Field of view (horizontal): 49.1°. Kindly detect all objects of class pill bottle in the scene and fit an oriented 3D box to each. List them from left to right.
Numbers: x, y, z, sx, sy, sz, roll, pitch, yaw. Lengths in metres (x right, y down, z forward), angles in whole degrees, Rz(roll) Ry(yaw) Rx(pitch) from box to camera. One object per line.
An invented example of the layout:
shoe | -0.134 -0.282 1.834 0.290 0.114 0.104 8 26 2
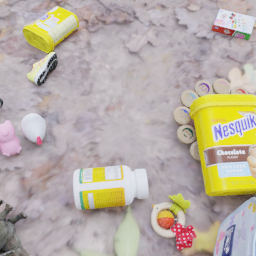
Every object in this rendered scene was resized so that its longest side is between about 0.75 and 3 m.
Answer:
pill bottle | -0.443 1.555 7.474 1.887 1.064 1.064 -5 58 -4

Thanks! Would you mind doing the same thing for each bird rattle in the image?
bird rattle | 1.166 2.432 7.305 1.126 0.778 1.381 -6 70 10

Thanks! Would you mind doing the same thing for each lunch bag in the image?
lunch bag | 3.159 2.413 6.038 2.989 2.535 1.900 -32 65 -17

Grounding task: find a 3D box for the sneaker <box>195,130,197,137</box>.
sneaker | 2.285 0.082 8.803 0.893 0.401 0.299 3 58 2

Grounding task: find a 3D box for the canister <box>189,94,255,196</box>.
canister | 2.883 0.476 7.765 1.943 1.132 2.616 -1 70 -9

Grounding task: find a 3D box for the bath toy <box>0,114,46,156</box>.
bath toy | -3.643 0.441 8.195 2.629 1.143 0.971 -20 64 -19

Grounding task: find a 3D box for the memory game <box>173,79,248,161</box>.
memory game | 2.870 -0.184 8.625 2.997 0.191 2.997 2 72 -5

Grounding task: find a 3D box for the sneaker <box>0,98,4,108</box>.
sneaker | -4.568 -0.554 8.970 1.274 0.471 0.505 -30 30 -1

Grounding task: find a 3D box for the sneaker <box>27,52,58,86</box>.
sneaker | -3.132 -2.259 10.198 0.682 0.590 1.510 20 60 15

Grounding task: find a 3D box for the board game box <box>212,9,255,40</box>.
board game box | 4.409 -4.337 11.673 1.545 0.311 1.182 20 60 13

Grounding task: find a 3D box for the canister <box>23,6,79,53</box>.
canister | -3.011 -3.966 11.163 1.369 0.798 1.844 30 61 18

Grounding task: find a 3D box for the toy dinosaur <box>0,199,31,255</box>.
toy dinosaur | -3.409 2.439 6.920 2.622 1.009 1.341 24 65 17
